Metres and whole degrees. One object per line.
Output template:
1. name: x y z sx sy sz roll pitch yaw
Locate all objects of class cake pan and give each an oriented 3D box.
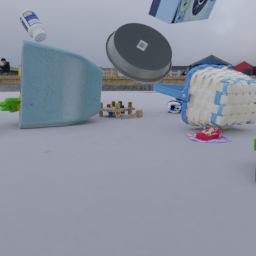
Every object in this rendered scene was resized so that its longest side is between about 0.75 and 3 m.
1. cake pan: 0.552 -3.219 11.588 2.966 2.966 0.544 -4 -26 -21

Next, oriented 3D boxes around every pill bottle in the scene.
1. pill bottle: -2.918 -3.139 8.669 0.528 0.951 0.528 -32 -15 -10

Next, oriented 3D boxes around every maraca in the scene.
1. maraca: -3.123 -0.837 9.349 2.201 1.177 1.509 -9 -14 -18

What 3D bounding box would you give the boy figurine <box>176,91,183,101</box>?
1. boy figurine: 3.352 -1.242 12.847 1.801 0.933 2.897 22 10 -23

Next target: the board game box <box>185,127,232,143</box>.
1. board game box: 2.047 0.133 7.231 1.007 0.248 1.275 0 9 0

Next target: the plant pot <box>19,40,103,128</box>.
1. plant pot: -2.409 -1.420 10.008 2.718 2.669 2.661 2 8 -22

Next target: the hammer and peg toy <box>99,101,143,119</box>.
1. hammer and peg toy: -0.330 -0.787 11.718 1.780 0.628 1.309 6 11 34

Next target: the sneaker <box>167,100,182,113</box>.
1. sneaker: 2.593 -0.961 13.206 1.543 0.622 1.130 6 19 7

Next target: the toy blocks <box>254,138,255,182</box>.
1. toy blocks: 2.637 0.447 3.944 1.815 0.907 1.241 5 22 34

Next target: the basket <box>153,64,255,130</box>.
1. basket: 2.431 -1.003 8.684 2.419 1.908 2.744 -5 24 -30

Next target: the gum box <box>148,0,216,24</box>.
1. gum box: 1.376 -2.995 5.142 0.508 1.939 2.283 32 34 18

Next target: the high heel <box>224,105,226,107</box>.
1. high heel: 5.096 -0.877 12.516 2.538 0.906 1.809 37 3 42
